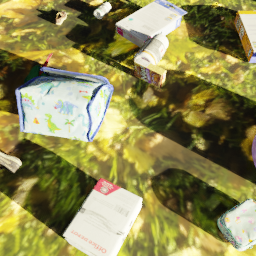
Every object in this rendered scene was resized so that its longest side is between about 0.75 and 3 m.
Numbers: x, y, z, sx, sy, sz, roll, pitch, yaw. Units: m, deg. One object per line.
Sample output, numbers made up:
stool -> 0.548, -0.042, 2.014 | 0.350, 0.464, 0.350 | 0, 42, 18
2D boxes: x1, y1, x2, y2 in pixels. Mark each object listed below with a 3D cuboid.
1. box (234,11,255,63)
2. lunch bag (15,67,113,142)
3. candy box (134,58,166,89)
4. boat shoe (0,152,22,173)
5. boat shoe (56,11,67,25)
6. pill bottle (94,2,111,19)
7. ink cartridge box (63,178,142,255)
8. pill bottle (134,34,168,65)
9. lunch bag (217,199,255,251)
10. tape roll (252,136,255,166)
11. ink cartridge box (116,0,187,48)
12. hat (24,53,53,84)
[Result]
box -> 5.385, -3.483, 10.895 | 1.779, 0.620, 2.988 | 1, 56, 1
lunch bag -> -1.728, -0.899, 8.409 | 2.157, 1.617, 2.537 | 10, 28, 6
candy box -> 0.734, -1.896, 9.665 | 1.127, 0.658, 0.318 | 32, 60, 22
boat shoe -> -3.539, 0.929, 7.720 | 1.172, 0.437, 0.430 | 13, 55, 11
boat shoe -> -2.889, -4.803, 12.017 | 0.327, 0.326, 0.906 | 12, 54, 9
pill bottle -> -1.096, -5.117, 12.181 | 0.441, 0.441, 0.779 | 25, 57, 18
ink cartridge box -> -0.557, 2.196, 6.618 | 1.183, 0.679, 1.628 | 24, 57, 17
pill bottle -> 0.876, -2.756, 10.187 | 0.832, 0.832, 1.430 | 24, 58, 17
lunch bag -> 2.777, 2.324, 6.677 | 1.149, 0.443, 0.922 | -25, 60, -17
tape roll -> 5.027, 0.676, 7.576 | 2.955, 0.969, 2.955 | -1, 53, 1
ink cartridge box -> 1.000, -4.359, 11.557 | 1.600, 0.563, 2.681 | 39, 66, 25
hat -> -3.157, -2.024, 9.569 | 0.902, 0.958, 1.089 | 25, 57, 18
